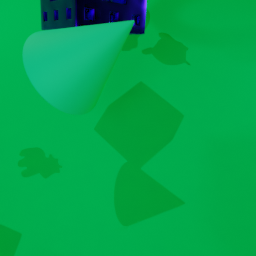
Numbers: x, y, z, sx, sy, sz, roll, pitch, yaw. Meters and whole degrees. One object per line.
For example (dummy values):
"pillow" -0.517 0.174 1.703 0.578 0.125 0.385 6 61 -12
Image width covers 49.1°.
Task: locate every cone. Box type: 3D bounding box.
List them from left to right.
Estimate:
"cone" -0.444 -1.076 3.847 1.391 1.386 1.386 -25 60 34

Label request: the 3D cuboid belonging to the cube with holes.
"cube with holes" -0.635 -2.442 5.000 1.398 1.398 1.398 -10 20 -37
